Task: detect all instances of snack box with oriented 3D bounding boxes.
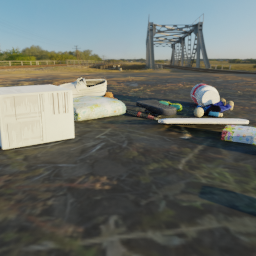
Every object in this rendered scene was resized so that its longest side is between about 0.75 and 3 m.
[{"bbox_3d":[3.689,0.192,9.055,1.129,0.382,0.952,9,16,26],"label":"snack box"}]

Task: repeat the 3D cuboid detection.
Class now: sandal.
[{"bbox_3d":[1.152,-0.843,12.767,1.044,0.588,2.745,-6,17,-22],"label":"sandal"}]

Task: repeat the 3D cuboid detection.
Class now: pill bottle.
[{"bbox_3d":[4.132,-1.704,14.982,1.160,1.160,2.066,0,15,0],"label":"pill bottle"}]

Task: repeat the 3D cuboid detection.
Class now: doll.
[{"bbox_3d":[3.853,-0.880,12.989,2.170,0.526,1.480,-17,29,-33],"label":"doll"}]

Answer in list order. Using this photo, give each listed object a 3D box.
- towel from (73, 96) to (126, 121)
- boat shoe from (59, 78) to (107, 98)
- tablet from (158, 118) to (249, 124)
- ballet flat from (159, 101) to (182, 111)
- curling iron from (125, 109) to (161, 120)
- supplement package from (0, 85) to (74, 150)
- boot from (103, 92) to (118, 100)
[{"bbox_3d":[-1.938,-0.931,12.959,2.521,0.709,2.945,-15,21,-38],"label":"towel"},{"bbox_3d":[-1.852,-1.680,11.314,2.063,0.678,0.742,-1,45,-18],"label":"boat shoe"},{"bbox_3d":[2.669,-0.257,10.444,2.974,0.203,1.935,1,1,2],"label":"tablet"},{"bbox_3d":[2.106,-1.052,14.085,1.340,0.448,0.449,12,-3,32],"label":"ballet flat"},{"bbox_3d":[0.554,-0.618,12.509,2.125,0.272,0.527,10,14,33],"label":"curling iron"},{"bbox_3d":[-3.218,-0.485,9.141,2.221,1.633,2.124,-9,17,-33],"label":"supplement package"},{"bbox_3d":[-1.022,-1.701,16.352,1.101,0.524,1.423,8,28,33],"label":"boot"}]
